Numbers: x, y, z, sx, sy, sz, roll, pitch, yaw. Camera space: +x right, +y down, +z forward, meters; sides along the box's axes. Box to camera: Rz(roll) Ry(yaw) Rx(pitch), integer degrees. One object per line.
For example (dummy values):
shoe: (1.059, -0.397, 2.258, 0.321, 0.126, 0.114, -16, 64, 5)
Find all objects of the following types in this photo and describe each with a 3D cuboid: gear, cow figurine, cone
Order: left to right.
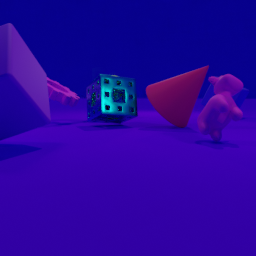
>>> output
gear: (-2.450, -1.261, 9.335, 1.704, 0.315, 1.704, 29, 10, -5)
cone: (1.660, -1.156, 7.913, 1.652, 1.646, 1.646, -45, -20, 30)
cow figurine: (1.840, -0.465, 5.713, 0.682, 1.242, 1.222, 28, 25, -15)

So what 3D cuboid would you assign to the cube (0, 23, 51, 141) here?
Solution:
cube: (-2.297, -0.724, 4.921, 1.330, 1.330, 1.330, -18, -35, 3)

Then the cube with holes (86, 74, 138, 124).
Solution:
cube with holes: (-0.510, -0.821, 8.489, 1.150, 1.150, 1.150, 3, -12, -28)

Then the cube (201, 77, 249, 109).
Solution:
cube: (4.145, -1.316, 11.955, 1.288, 1.288, 1.288, 35, 23, 28)
